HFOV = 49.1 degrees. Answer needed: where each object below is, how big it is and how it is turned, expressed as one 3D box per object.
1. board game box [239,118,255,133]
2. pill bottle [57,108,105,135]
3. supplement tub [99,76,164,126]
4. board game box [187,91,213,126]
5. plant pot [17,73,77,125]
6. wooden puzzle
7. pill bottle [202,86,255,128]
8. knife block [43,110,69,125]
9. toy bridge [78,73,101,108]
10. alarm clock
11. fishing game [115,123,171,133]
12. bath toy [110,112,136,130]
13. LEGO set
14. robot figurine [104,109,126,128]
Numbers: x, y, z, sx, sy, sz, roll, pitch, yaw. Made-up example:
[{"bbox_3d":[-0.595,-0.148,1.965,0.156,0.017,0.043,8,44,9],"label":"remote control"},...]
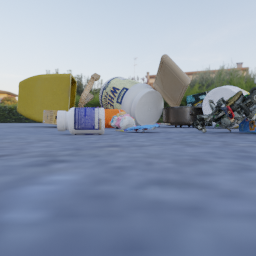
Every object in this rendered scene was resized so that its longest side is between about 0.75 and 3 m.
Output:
[{"bbox_3d":[3.325,-0.080,5.164,1.605,0.388,2.122,-1,0,-6],"label":"board game box"},{"bbox_3d":[-0.841,-0.124,5.051,0.825,0.494,0.494,0,1,-8],"label":"pill bottle"},{"bbox_3d":[0.123,-1.200,12.688,1.912,1.912,2.638,-1,18,-39],"label":"supplement tub"},{"bbox_3d":[4.007,-1.032,15.843,0.385,1.851,2.736,-1,2,-10],"label":"board game box"},{"bbox_3d":[-3.819,-1.345,13.251,2.425,2.371,2.355,5,1,-5],"label":"plant pot"},{"bbox_3d":[1.746,-1.845,11.312,0.333,1.653,1.787,-26,-25,-25],"label":"wooden puzzle"},{"bbox_3d":[3.725,-0.737,10.153,1.513,1.513,2.647,1,1,34],"label":"pill bottle"},{"bbox_3d":[-2.526,-0.378,11.028,1.660,0.531,1.458,4,0,33],"label":"knife block"},{"bbox_3d":[-1.906,-1.334,12.772,0.331,2.429,0.817,32,36,7],"label":"toy bridge"},{"bbox_3d":[2.245,-0.484,12.110,1.847,0.912,2.739,-2,4,-37],"label":"alarm clock"},{"bbox_3d":[0.334,0.024,6.187,1.124,0.175,0.805,-9,4,-22],"label":"fishing game"},{"bbox_3d":[-0.114,-0.204,8.894,0.517,0.609,1.400,23,-2,-20],"label":"bath toy"},{"bbox_3d":[2.203,-0.335,5.398,1.877,0.819,2.890,-39,1,19],"label":"LEGO set"},{"bbox_3d":[-0.568,-0.351,10.652,1.254,0.731,0.902,-1,-3,-11],"label":"robot figurine"}]
